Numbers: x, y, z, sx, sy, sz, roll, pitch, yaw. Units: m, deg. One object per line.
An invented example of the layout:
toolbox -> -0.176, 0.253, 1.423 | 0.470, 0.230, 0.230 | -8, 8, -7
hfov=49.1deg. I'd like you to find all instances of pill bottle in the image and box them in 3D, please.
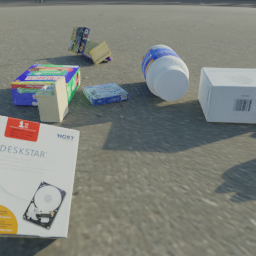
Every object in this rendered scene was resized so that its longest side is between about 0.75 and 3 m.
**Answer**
pill bottle -> 1.429, -2.152, 10.935 | 1.614, 1.614, 2.881 | -2, 28, -3

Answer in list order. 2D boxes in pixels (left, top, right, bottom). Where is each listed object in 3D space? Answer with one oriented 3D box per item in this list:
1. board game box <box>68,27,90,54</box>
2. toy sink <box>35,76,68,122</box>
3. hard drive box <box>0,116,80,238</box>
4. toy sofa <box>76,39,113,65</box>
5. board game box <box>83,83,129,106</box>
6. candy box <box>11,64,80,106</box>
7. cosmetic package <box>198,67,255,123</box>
board game box -> -1.408, -2.490, 7.951 | 0.180, 0.703, 1.038 | 11, 12, -29
toy sink -> -2.467, -0.957, 9.074 | 0.730, 1.304, 0.850 | 4, 30, 6
hard drive box -> -1.731, 0.891, 4.896 | 1.469, 0.724, 1.885 | 11, 65, -20
toy sofa -> -2.027, -4.234, 15.543 | 1.067, 1.257, 2.575 | -39, 41, -13
board game box -> -0.880, -1.333, 10.794 | 1.384, 0.300, 1.377 | -12, 31, -21
candy box -> -3.056, -1.706, 10.828 | 2.016, 0.918, 2.384 | 2, 30, 2
cosmetic package -> 3.597, -1.151, 9.435 | 2.078, 1.281, 2.084 | 3, 29, 5
